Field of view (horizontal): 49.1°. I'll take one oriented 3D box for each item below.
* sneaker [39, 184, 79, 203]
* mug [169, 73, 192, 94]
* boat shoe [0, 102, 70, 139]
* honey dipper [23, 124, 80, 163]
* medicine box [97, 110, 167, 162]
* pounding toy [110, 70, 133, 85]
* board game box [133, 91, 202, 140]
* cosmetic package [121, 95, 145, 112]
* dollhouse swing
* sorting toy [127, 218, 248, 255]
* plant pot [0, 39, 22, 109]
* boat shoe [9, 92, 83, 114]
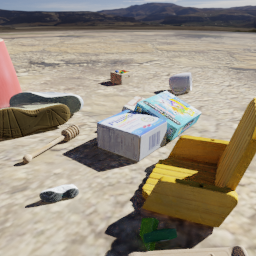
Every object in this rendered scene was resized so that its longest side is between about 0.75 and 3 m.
[{"bbox_3d":[-1.498,1.400,6.064,0.826,0.291,0.331,-3,15,-23],"label":"sneaker"},{"bbox_3d":[2.469,-2.059,13.307,1.020,0.859,1.164,-1,53,19],"label":"mug"},{"bbox_3d":[-3.326,-0.295,9.171,2.743,1.004,0.889,-8,15,-28],"label":"boat shoe"},{"bbox_3d":[-2.205,0.456,8.109,0.392,0.392,2.064,14,31,29],"label":"honey dipper"},{"bbox_3d":[0.114,0.159,8.168,1.552,0.799,1.413,17,29,34],"label":"medicine box"},{"bbox_3d":[-0.411,-2.899,15.285,1.404,0.642,1.233,22,32,39],"label":"pounding toy"},{"bbox_3d":[1.351,-0.494,9.287,1.537,0.478,2.036,35,33,20],"label":"board game box"},{"bbox_3d":[0.237,-0.596,9.884,0.577,0.683,1.322,27,29,11],"label":"cosmetic package"},{"bbox_3d":[1.561,0.425,5.952,2.136,2.066,2.350,9,25,19],"label":"dollhouse swing"},{"bbox_3d":[0.878,2.216,4.037,1.882,0.375,2.547,-6,27,-1],"label":"sorting toy"},{"bbox_3d":[-6.029,-2.307,11.606,2.896,2.562,2.896,0,23,0],"label":"plant pot"},{"bbox_3d":[-3.024,-0.901,10.641,2.715,0.947,0.967,1,8,0],"label":"boat shoe"}]
